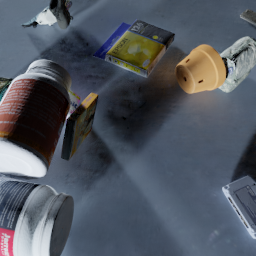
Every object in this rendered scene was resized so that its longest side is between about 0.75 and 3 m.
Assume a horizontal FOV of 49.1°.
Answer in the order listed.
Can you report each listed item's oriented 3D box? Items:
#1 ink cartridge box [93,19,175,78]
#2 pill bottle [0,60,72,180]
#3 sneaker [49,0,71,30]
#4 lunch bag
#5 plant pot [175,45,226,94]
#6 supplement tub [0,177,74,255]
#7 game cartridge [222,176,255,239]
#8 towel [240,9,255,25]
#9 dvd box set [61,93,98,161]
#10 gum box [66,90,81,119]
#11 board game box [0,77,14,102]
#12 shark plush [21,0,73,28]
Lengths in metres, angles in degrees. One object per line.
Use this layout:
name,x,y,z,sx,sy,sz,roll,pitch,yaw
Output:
ink cartridge box,0.250,-3.322,11.082,2.447,0.575,2.418,27,62,14
pill bottle,-2.401,-0.315,7.089,1.633,1.633,2.911,7,54,5
sneaker,-2.197,-3.695,8.778,0.544,1.434,0.651,19,55,13
lunch bag,3.734,-2.297,9.902,1.683,1.412,1.173,-40,65,-20
plant pot,2.365,-1.897,9.584,1.105,1.579,1.579,-27,62,-14
supplement tub,-2.831,2.198,6.868,2.599,1.824,1.824,10,59,7
game cartridge,3.480,2.146,7.817,1.017,0.312,1.528,-22,61,-9
towel,5.439,-4.835,12.246,0.628,0.163,0.947,-40,67,-20
dvd box set,-1.371,-0.088,8.119,0.271,1.347,1.841,18,30,5
gum box,-2.232,-0.974,9.214,0.456,1.380,0.783,-20,44,41
board game box,-3.541,-0.897,9.666,2.516,0.354,1.702,9,58,5
shark plush,-3.402,-4.803,12.135,2.372,1.078,0.988,-38,43,1
